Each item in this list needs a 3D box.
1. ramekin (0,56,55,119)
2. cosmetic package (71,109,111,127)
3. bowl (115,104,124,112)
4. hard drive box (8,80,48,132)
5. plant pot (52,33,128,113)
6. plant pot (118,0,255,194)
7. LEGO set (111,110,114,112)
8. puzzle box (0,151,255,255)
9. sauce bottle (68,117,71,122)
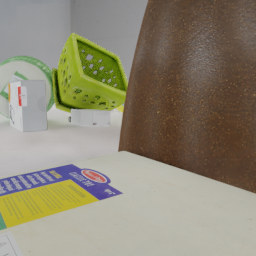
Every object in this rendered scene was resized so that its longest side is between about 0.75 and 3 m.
[{"bbox_3d":[-4.041,-1.477,10.770,2.559,2.559,1.250,-1,14,-12],"label":"ramekin"},{"bbox_3d":[-1.249,-0.351,9.266,0.741,0.532,1.312,-4,7,-45],"label":"cosmetic package"},{"bbox_3d":[-0.465,-1.255,16.241,0.580,1.078,1.078,-43,-7,17],"label":"bowl"},{"bbox_3d":[-3.023,-0.691,8.360,0.703,1.427,1.831,-5,7,-33],"label":"hard drive box"},{"bbox_3d":[-1.533,-1.675,10.341,2.273,2.285,2.073,17,-45,-39],"label":"plant pot"},{"bbox_3d":[1.128,-0.885,3.572,2.639,2.823,2.639,-2,5,0],"label":"plant pot"},{"bbox_3d":[-1.224,-1.001,16.671,0.704,0.231,0.942,-1,-5,-5],"label":"LEGO set"},{"bbox_3d":[-0.045,0.615,1.548,1.644,0.314,2.472,-9,11,-31],"label":"puzzle box"},{"bbox_3d":[-1.650,-0.324,10.044,0.981,0.317,0.317,-4,8,-31],"label":"sauce bottle"}]
